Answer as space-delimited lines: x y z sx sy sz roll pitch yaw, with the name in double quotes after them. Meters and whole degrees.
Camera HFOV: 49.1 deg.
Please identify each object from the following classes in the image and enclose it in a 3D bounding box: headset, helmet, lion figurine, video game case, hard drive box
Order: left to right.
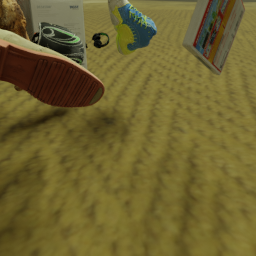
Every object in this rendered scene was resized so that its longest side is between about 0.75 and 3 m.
-2.110 -1.544 5.494 1.134 1.851 0.671 -6 30 47 "lion figurine"
-2.376 -2.816 8.988 0.942 2.453 1.912 21 31 40 "hard drive box"
-1.602 -1.731 6.463 1.195 1.254 1.254 14 21 -32 "helmet"
-1.136 -3.165 10.314 0.936 0.440 0.578 -14 69 -2 "headset"
2.069 -2.365 6.417 0.224 1.834 2.565 24 9 29 "video game case"

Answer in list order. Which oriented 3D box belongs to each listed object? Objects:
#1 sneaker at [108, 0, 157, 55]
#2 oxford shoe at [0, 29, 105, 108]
0.163 -3.366 8.573 1.359 2.587 0.980 -11 66 2 "sneaker"
-1.562 -1.105 4.709 2.610 0.924 0.963 20 33 -35 "oxford shoe"
